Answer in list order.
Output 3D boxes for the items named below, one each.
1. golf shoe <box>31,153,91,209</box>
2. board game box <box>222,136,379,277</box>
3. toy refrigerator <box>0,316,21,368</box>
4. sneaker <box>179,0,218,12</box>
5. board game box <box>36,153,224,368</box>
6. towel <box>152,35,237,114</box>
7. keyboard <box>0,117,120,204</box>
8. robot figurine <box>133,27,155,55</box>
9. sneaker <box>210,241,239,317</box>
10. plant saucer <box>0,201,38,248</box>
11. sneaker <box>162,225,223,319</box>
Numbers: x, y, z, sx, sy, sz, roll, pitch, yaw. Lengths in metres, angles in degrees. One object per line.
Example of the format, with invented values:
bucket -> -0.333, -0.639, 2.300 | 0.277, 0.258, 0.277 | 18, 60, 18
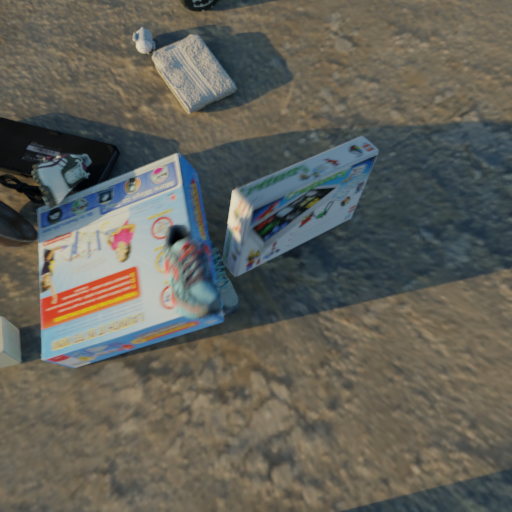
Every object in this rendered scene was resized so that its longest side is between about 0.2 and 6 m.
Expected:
golf shoe -> -3.840, -1.630, 11.112 | 0.912, 0.799, 2.071 | -19, 29, -2
board game box -> 0.830, -0.948, 10.707 | 3.115, 1.966, 0.539 | -26, 61, -28
toy refrigerator -> -5.688, 1.791, 10.424 | 2.261, 0.858, 0.791 | -12, 65, -5
sneaker -> -1.329, -7.180, 14.788 | 0.940, 0.816, 2.121 | 35, 63, 26
board game box -> -2.484, 0.107, 10.609 | 3.275, 0.915, 3.207 | -18, 65, 14
towel -> -1.545, -4.483, 13.651 | 1.395, 0.363, 2.105 | -30, 69, -12
keyboard -> -4.850, -2.018, 12.495 | 3.188, 0.409, 1.914 | 14, 59, 7
robot figurine -> -2.809, -5.383, 14.047 | 0.609, 0.405, 0.718 | 10, 60, -33
sneaker -> -1.018, 0.238, 10.994 | 0.821, 0.913, 2.115 | -23, 65, -37
plant saucer -> -5.477, -0.828, 10.988 | 2.413, 2.413, 0.387 | 35, 95, 15
sneaker -> -1.077, 0.190, 8.647 | 0.752, 0.905, 1.895 | -15, 40, -20
